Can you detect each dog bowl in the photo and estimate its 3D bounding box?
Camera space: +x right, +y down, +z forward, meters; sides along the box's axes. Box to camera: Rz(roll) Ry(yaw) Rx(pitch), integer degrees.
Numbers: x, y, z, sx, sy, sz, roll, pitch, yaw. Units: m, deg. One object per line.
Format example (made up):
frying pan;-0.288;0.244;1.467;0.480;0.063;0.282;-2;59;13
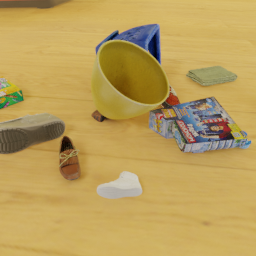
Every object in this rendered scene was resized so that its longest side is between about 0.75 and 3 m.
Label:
dog bowl;4.008;0.400;9.904;0.497;0.221;0.892;1;35;1

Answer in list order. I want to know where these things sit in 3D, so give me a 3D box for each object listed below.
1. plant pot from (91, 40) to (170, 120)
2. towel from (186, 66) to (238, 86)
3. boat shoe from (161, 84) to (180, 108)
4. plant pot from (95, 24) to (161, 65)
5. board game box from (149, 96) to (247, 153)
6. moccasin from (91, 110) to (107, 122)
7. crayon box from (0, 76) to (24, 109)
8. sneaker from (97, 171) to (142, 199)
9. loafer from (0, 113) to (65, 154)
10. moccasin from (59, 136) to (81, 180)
plant pot;-0.235;-1.459;10.338;2.872;2.039;2.872;18;51;-24
towel;4.200;-2.631;14.119;2.170;0.396;1.610;-14;36;-17
boat shoe;1.728;-1.473;12.199;0.779;0.685;2.189;-6;37;-12
plant pot;0.061;-3.045;12.804;2.457;2.733;2.733;5;35;17
board game box;2.233;-0.030;9.969;2.747;0.848;2.749;-5;35;-6
moccasin;-0.855;-0.818;11.409;0.622;0.589;1.610;28;53;22
crayon box;-5.662;-1.612;12.482;1.164;0.571;1.960;-28;44;-34
sneaker;-0.280;1.601;8.017;1.268;0.467;0.733;3;32;-12
loafer;-3.626;0.117;9.684;2.802;1.060;0.957;-11;34;-31
moccasin;-1.835;0.900;8.751;0.671;0.708;1.834;-6;35;-9
